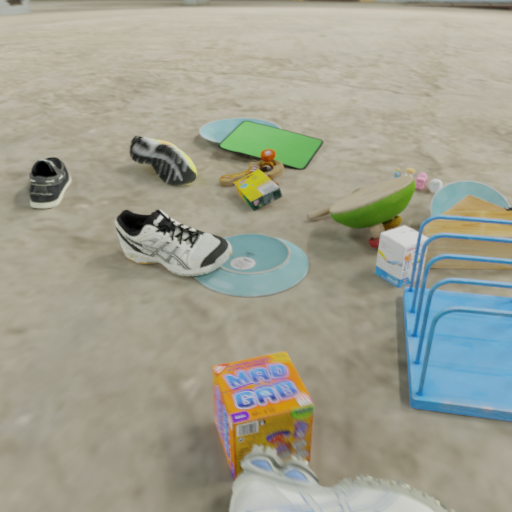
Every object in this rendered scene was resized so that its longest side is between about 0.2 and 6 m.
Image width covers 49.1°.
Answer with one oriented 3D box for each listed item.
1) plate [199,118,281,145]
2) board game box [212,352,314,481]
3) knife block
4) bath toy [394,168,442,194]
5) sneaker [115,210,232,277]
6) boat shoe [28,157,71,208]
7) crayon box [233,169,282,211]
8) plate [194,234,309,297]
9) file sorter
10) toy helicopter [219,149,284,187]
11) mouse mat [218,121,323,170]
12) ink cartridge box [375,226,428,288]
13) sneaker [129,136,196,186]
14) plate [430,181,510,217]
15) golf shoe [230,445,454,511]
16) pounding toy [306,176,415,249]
[{"bbox_3d":[-0.476,-3.710,17.146,2.534,0.324,2.534,1,31,0],"label":"plate"},{"bbox_3d":[0.058,1.937,6.882,0.981,0.980,0.980,-9,32,-15],"label":"board game box"},{"bbox_3d":[4.644,-0.213,10.644,2.559,0.819,2.247,-30,46,-34],"label":"knife block"},{"bbox_3d":[4.040,-1.867,13.917,1.189,0.517,0.439,18,12,20],"label":"bath toy"},{"bbox_3d":[-1.632,-0.312,10.415,2.378,1.043,0.900,6,46,22],"label":"sneaker"},{"bbox_3d":[-5.097,-2.010,13.786,0.883,0.831,2.458,-7,30,-9],"label":"boat shoe"},{"bbox_3d":[0.021,-1.579,13.307,0.769,0.308,1.211,-28,37,-7],"label":"crayon box"},{"bbox_3d":[-0.123,0.040,10.802,2.294,0.293,2.294,1,30,0],"label":"plate"},{"bbox_3d":[3.298,0.762,8.191,1.928,1.705,2.778,6,30,9],"label":"file sorter"},{"bbox_3d":[-0.103,-2.015,14.167,1.683,0.664,1.113,-16,42,-6],"label":"toy helicopter"},{"bbox_3d":[0.454,-3.216,16.086,2.619,0.099,2.107,17,39,14],"label":"mouse mat"},{"bbox_3d":[2.668,0.003,10.279,0.644,0.875,0.633,-18,35,-28],"label":"ink cartridge box"},{"bbox_3d":[-2.235,-2.539,14.642,2.350,0.918,1.061,36,25,32],"label":"sneaker"},{"bbox_3d":[4.562,-0.888,11.951,1.690,0.216,1.690,-2,58,3],"label":"plate"},{"bbox_3d":[0.855,2.840,5.709,2.411,0.944,1.172,5,47,20],"label":"golf shoe"},{"bbox_3d":[2.426,-0.798,11.765,1.804,1.085,2.337,-28,11,-21],"label":"pounding toy"}]
